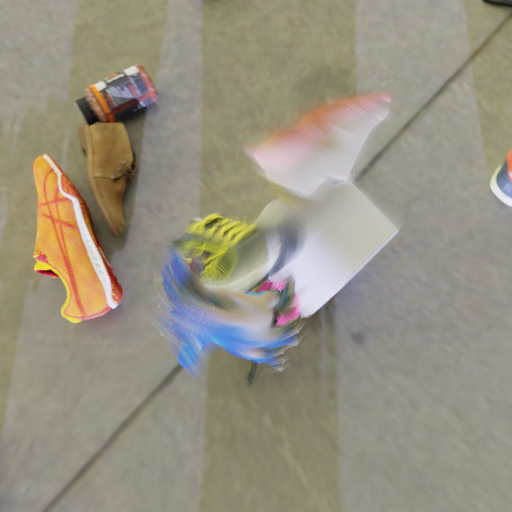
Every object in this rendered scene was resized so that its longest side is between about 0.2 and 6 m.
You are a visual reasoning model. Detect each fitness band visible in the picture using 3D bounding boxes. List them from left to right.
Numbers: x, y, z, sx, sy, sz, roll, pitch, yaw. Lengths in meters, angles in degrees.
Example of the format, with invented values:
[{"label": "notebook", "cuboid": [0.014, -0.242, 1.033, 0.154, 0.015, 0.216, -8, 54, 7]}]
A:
[{"label": "fitness band", "cuboid": [0.318, 0.660, 7.834, 0.667, 0.125, 0.479, 31, 81, -13]}]

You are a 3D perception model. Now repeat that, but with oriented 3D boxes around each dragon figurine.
[{"label": "dragon figurine", "cuboid": [-0.439, 0.878, 6.958, 1.642, 3.303, 0.972, 4, 68, -7]}]

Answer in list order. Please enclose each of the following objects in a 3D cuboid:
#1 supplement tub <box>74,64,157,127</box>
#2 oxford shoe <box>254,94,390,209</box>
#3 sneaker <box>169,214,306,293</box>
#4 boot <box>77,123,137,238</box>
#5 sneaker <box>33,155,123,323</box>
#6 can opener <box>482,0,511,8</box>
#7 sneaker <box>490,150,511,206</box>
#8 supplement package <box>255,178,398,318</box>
[{"label": "supplement tub", "cuboid": [-2.476, -2.778, 9.824, 1.343, 0.718, 0.718, -30, 72, -11]}, {"label": "oxford shoe", "cuboid": [1.019, -1.494, 7.605, 2.501, 0.885, 0.923, -34, 112, -30]}, {"label": "sneaker", "cuboid": [-0.453, -0.064, 7.662, 1.027, 2.757, 1.167, -35, 96, -37]}, {"label": "boot", "cuboid": [-2.351, -1.336, 9.253, 0.825, 0.805, 2.188, -14, 67, -8]}, {"label": "sneaker", "cuboid": [-3.064, -0.346, 8.734, 1.113, 1.053, 2.886, -23, 70, -6]}, {"label": "can opener", "cuboid": [5.000, -4.954, 10.841, 1.221, 0.480, 0.387, 25, 79, 19]}, {"label": "sneaker", "cuboid": [5.094, -1.949, 9.278, 1.013, 1.142, 2.703, 41, 74, 14]}, {"label": "supplement package", "cuboid": [0.913, -0.250, 8.268, 1.489, 1.145, 1.557, 47, 52, 7]}]
